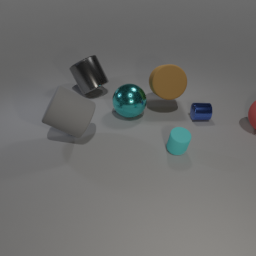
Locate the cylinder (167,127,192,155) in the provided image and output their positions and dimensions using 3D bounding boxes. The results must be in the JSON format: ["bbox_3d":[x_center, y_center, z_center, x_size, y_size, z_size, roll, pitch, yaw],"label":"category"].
[{"bbox_3d":[1.705,0.445,9.418,0.700,0.700,0.700,4,47,-4],"label":"cylinder"}]

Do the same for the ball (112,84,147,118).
[{"bbox_3d":[0.063,-1.107,11.433,1.400,1.400,1.400,0,32,0],"label":"ball"}]

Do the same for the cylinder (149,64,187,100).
[{"bbox_3d":[1.638,-1.943,11.745,1.400,1.400,1.400,-1,12,-2],"label":"cylinder"}]

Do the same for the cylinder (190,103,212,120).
[{"bbox_3d":[2.959,-0.671,11.341,0.700,0.700,0.700,1,32,-5],"label":"cylinder"}]

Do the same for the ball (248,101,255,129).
[{"bbox_3d":[5.210,-0.492,10.375,1.400,1.400,1.400,0,32,0],"label":"ball"}]

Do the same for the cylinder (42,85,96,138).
[{"bbox_3d":[-2.044,-0.550,9.682,1.400,1.400,1.400,26,27,-18],"label":"cylinder"}]

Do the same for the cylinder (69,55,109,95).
[{"bbox_3d":[-1.819,-2.485,13.182,1.400,1.400,1.400,-26,10,5],"label":"cylinder"}]
